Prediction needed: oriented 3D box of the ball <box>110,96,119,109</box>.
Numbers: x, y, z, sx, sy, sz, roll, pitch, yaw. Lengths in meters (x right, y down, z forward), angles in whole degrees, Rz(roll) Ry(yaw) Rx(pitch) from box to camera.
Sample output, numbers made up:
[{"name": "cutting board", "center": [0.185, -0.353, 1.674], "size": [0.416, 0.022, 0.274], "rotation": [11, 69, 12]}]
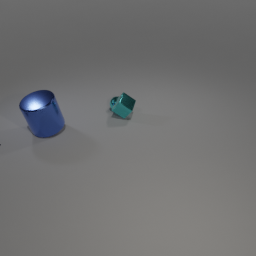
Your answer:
[{"name": "ball", "center": [-0.506, -1.126, 13.066], "size": [0.700, 0.700, 0.700], "rotation": [0, 32, 0]}]

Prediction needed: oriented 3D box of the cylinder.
[{"name": "cylinder", "center": [-3.418, -0.576, 11.247], "size": [1.400, 1.400, 1.400], "rotation": [-7, 42, 6]}]

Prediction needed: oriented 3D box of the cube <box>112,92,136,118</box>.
[{"name": "cube", "center": [-0.181, -0.988, 12.306], "size": [0.700, 0.700, 0.700], "rotation": [32, 49, -16]}]
